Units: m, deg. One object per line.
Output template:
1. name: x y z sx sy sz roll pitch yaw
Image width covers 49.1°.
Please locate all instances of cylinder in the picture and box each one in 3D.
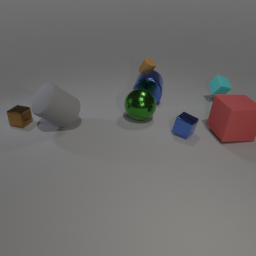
1. cylinder: 1.022 -3.192 14.686 0.700 0.700 0.700 20 39 -17
2. cylinder: 1.031 -2.028 13.958 1.400 1.400 1.400 4 30 7
3. cylinder: -2.898 -0.899 11.322 1.400 1.400 1.400 34 1 44

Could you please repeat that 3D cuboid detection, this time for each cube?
1. cube: -4.621 -0.492 11.988 0.700 0.700 0.700 11 31 17
2. cube: 4.523 -2.063 13.789 0.700 0.700 0.700 7 57 -27
3. cube: 4.159 -0.407 10.963 1.400 1.400 1.400 -1 30 -13
4. cube: 2.283 -0.114 11.169 0.700 0.700 0.700 29 37 23

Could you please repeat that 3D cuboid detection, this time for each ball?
1. ball: 0.537 -1.011 12.193 1.400 1.400 1.400 0 30 0
